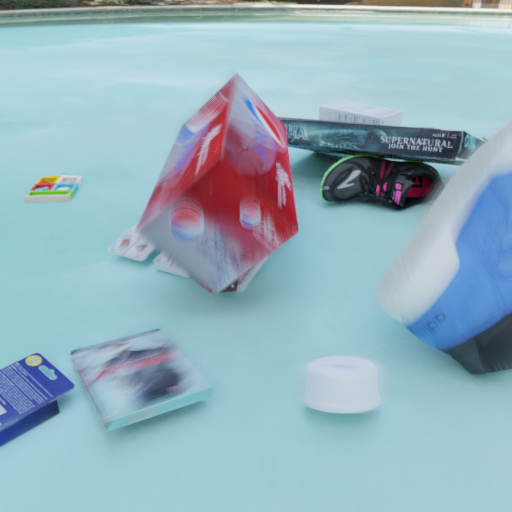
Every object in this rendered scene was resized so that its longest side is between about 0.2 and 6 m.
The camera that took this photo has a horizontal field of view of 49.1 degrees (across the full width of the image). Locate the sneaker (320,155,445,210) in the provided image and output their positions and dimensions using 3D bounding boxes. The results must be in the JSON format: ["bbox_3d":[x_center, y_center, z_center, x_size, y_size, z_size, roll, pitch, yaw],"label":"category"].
[{"bbox_3d":[2.400,-1.365,10.473,2.435,0.934,1.020,-5,24,-7],"label":"sneaker"}]

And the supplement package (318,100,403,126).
[{"bbox_3d":[2.523,-3.136,13.771,1.800,0.986,1.024,24,36,38],"label":"supplement package"}]

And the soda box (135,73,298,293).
[{"bbox_3d":[-0.415,-1.313,8.247,1.486,1.346,4.244,-38,23,20],"label":"soda box"}]

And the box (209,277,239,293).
[{"bbox_3d":[-0.434,0.177,7.833,0.387,0.289,0.772,-3,34,7],"label":"box"}]

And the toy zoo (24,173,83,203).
[{"bbox_3d":[-4.062,-1.399,11.376,0.880,0.137,1.341,-2,28,-3],"label":"toy zoo"}]

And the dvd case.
[{"bbox_3d":[-1.281,1.259,6.023,1.091,0.164,1.494,-12,22,-27],"label":"dvd case"}]

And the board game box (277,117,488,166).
[{"bbox_3d":[2.439,-2.332,11.498,4.106,0.578,2.777,12,11,31],"label":"board game box"}]

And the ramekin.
[{"bbox_3d":[0.868,1.286,5.699,0.774,0.377,0.774,-1,5,0],"label":"ramekin"}]

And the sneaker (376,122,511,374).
[{"bbox_3d":[2.978,-0.135,6.535,1.810,1.249,3.253,40,70,-1],"label":"sneaker"}]

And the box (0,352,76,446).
[{"bbox_3d":[-2.652,1.544,5.632,0.888,0.238,1.466,24,38,38],"label":"box"}]

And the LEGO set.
[{"bbox_3d":[-0.614,-0.476,9.433,2.309,0.759,3.090,15,40,19],"label":"LEGO set"}]
